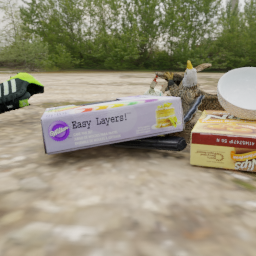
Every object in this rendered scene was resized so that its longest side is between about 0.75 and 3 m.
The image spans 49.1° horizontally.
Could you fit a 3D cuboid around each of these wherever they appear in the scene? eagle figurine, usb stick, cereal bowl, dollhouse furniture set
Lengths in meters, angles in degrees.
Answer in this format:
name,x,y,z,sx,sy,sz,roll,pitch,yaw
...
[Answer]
name,x,y,z,sx,sy,sz,roll,pitch,yaw
eagle figurine,1.794,-0.742,7.512,2.169,2.181,2.874,34,20,-39
usb stick,0.362,0.291,5.662,1.629,0.266,0.452,2,13,30
cereal bowl,2.482,-0.636,5.711,1.324,0.551,1.324,-6,46,6
dollhouse furniture set,1.627,-1.879,12.865,1.158,0.603,1.170,30,-1,4

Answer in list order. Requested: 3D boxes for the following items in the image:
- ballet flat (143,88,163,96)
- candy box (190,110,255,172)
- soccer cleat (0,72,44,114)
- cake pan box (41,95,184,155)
name,x,y,z,sx,sy,sz,roll,pitch,yaw
ballet flat,1.197,-1.564,13.044,0.655,0.655,1.825,-5,13,-19
candy box,2.089,0.148,5.643,1.360,0.651,2.355,5,15,19
soccer cleat,-3.410,-0.820,7.883,1.007,0.839,2.485,28,44,12
cake pan box,-0.511,-0.215,6.210,2.592,0.736,2.815,-8,9,-12
